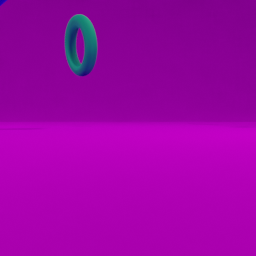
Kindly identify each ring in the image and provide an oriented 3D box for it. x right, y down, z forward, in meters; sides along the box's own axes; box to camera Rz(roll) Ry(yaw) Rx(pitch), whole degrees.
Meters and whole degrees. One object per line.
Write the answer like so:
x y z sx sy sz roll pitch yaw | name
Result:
-1.540 -2.619 8.984 0.381 1.907 1.907 -11 7 -33 | ring

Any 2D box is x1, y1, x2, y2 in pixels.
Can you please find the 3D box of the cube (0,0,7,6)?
-2.109 -2.759 4.704 0.844 0.844 0.844 4 -37 52 | cube
